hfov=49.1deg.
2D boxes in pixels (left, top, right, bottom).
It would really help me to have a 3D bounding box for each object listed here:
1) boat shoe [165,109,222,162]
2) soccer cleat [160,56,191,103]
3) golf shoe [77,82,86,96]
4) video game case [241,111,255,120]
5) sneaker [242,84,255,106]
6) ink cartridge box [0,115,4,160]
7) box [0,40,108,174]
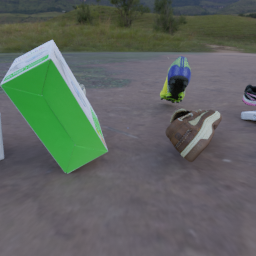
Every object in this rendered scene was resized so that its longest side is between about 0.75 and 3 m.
[{"bbox_3d":[1.369,-0.114,5.914,0.880,0.879,2.380,39,21,9],"label":"boat shoe"},{"bbox_3d":[1.573,-1.507,9.195,0.780,1.009,2.413,10,-12,1],"label":"soccer cleat"},{"bbox_3d":[-1.895,-0.872,9.256,1.330,0.647,0.521,-43,57,-12],"label":"golf shoe"},{"bbox_3d":[4.690,-0.386,7.737,2.179,0.250,1.985,-5,7,-17],"label":"video game case"},{"bbox_3d":[4.239,-1.019,8.396,1.497,0.646,0.602,0,45,23],"label":"sneaker"},{"bbox_3d":[-3.940,0.136,5.246,2.500,1.053,1.808,-14,27,-40],"label":"ink cartridge box"},{"bbox_3d":[-1.320,-0.449,5.281,0.934,1.932,1.705,-27,28,1],"label":"box"}]
